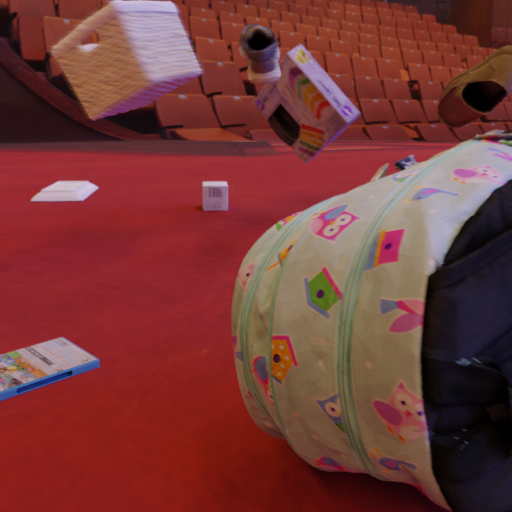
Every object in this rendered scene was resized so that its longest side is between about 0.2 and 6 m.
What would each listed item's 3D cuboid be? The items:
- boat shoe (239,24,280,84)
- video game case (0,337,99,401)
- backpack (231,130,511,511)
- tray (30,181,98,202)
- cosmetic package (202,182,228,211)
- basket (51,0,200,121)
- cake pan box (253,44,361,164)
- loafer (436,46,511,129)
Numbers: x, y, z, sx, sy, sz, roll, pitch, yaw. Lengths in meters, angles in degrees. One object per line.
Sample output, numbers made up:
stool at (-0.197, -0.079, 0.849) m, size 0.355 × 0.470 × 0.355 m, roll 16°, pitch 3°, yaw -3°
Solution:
boat shoe at (0.061, -3.533, 9.373) m, size 0.683 × 0.616 × 1.900 m, roll -4°, pitch 43°, yaw -1°
video game case at (-2.294, 1.127, 5.617) m, size 1.155 × 0.103 × 0.827 m, roll -13°, pitch 20°, yaw -43°
backpack at (1.432, 0.440, 4.193) m, size 2.035 × 2.683 × 3.216 m, roll -5°, pitch 12°, yaw 45°
tray at (-5.858, -2.026, 17.293) m, size 1.488 × 0.307 × 2.771 m, roll -1°, pitch 15°, yaw -6°
cosmetic package at (-1.097, -1.595, 14.906) m, size 0.664 × 0.664 × 0.805 m, roll 0°, pitch 15°, yaw -5°
basket at (-2.367, -3.672, 10.531) m, size 1.844 × 1.496 × 1.860 m, roll -18°, pitch 13°, yaw 32°
cake pan box at (1.051, -3.339, 12.676) m, size 0.566 × 1.993 × 2.164 m, roll -40°, pitch 3°, yaw -27°
loafer at (3.814, -2.835, 9.844) m, size 0.843 × 0.748 × 2.218 m, roll 39°, pitch -18°, yaw -1°
